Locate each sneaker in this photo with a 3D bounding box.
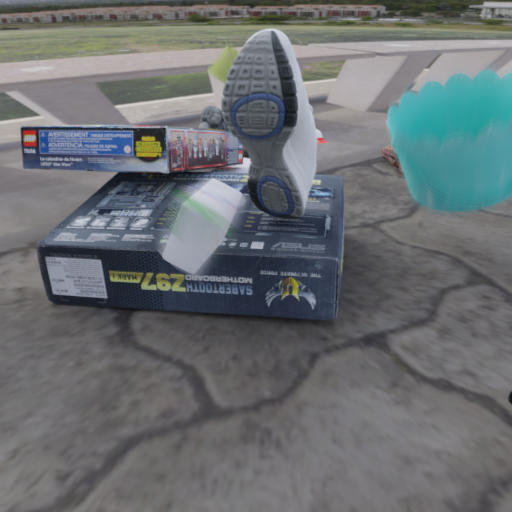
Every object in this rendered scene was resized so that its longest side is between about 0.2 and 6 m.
[{"bbox_3d":[0.281,-1.685,7.115,0.976,2.621,1.141,15,55,19],"label":"sneaker"}]

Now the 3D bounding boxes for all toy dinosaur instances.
[{"bbox_3d":[3.302,-2.374,13.195,0.960,0.608,1.416,-22,29,-24],"label":"toy dinosaur"}]

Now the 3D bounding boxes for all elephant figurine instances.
[{"bbox_3d":[-0.357,-2.795,13.469,2.066,1.603,1.462,8,-16,-7],"label":"elephant figurine"}]

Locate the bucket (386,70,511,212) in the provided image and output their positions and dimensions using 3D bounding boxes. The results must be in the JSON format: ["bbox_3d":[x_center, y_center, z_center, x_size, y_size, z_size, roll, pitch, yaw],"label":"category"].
[{"bbox_3d":[3.252,-1.795,8.855,2.176,1.416,2.176,-16,36,12],"label":"bucket"}]

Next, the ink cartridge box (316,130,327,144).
[{"bbox_3d":[1.489,-3.242,15.249,0.661,0.206,0.822,-9,27,-17],"label":"ink cartridge box"}]

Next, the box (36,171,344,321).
[{"bbox_3d":[-0.709,-0.364,8.755,4.119,1.051,3.248,3,28,8],"label":"box"}]

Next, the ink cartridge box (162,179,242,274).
[{"bbox_3d":[-0.593,-0.361,6.373,0.420,0.725,1.001,27,28,4],"label":"ink cartridge box"}]

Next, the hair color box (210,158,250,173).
[{"bbox_3d":[-0.458,-1.448,11.375,0.924,0.559,1.847,12,30,24],"label":"hair color box"}]

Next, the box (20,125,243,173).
[{"bbox_3d":[-1.949,-1.935,10.050,2.519,0.734,3.679,4,12,15],"label":"box"}]

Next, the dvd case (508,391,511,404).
[{"bbox_3d":[3.864,1.604,5.945,1.875,0.164,1.337,-13,30,-23],"label":"dvd case"}]

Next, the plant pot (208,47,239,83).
[{"bbox_3d":[-0.530,-3.706,10.894,0.636,0.585,0.636,27,23,-12],"label":"plant pot"}]
